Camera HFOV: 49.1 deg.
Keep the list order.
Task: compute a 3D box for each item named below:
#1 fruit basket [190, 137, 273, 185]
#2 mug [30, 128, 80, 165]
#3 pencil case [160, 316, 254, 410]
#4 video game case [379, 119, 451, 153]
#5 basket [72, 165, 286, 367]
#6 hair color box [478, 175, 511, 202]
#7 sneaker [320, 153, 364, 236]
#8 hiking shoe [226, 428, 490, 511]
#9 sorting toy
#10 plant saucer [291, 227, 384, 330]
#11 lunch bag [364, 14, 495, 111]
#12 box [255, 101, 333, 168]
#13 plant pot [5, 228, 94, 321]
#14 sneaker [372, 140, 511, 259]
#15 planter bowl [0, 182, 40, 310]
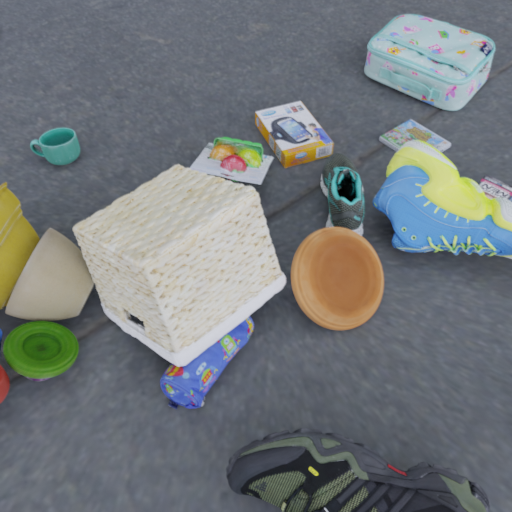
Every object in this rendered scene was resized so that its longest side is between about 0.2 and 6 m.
[{"bbox_3d":[-0.472,-1.866,11.518,1.469,0.744,1.586,11,37,5],"label":"fruit basket"},{"bbox_3d":[-4.319,-2.363,12.235,0.942,0.583,0.774,18,48,24],"label":"mug"},{"bbox_3d":[-0.735,1.569,8.753,0.785,0.705,1.807,50,54,-17],"label":"pencil case"},{"bbox_3d":[3.612,-2.599,12.755,1.097,0.133,1.205,-31,56,-25],"label":"video game case"},{"bbox_3d":[-1.250,0.036,8.912,2.385,1.918,2.363,-37,39,-28],"label":"basket"},{"bbox_3d":[4.524,-0.973,11.147,0.707,0.428,1.414,32,57,24],"label":"hair color box"},{"bbox_3d":[1.788,-1.396,11.092,0.907,1.066,2.337,-1,48,-1],"label":"sneaker"},{"bbox_3d":[1.186,3.283,6.877,3.381,1.280,1.702,10,46,7],"label":"hiking shoe"},{"bbox_3d":[-3.823,1.772,8.470,1.292,0.883,2.150,41,39,26],"label":"sorting toy"},{"bbox_3d":[1.436,0.359,9.407,1.766,0.330,1.766,4,80,-21],"label":"plant saucer"},{"bbox_3d":[4.363,-4.918,14.108,2.936,1.132,2.355,31,56,24],"label":"lunch bag"},{"bbox_3d":[0.795,-2.878,12.826,1.188,0.414,1.996,-17,53,-14],"label":"box"},{"bbox_3d":[-3.307,0.466,9.365,1.050,1.564,1.564,27,49,-14],"label":"plant pot"},{"bbox_3d":[3.640,-0.463,10.186,3.541,1.341,1.860,44,106,24],"label":"sneaker"},{"bbox_3d":[-4.362,0.123,9.404,1.060,2.544,2.544,31,47,-20],"label":"planter bowl"}]
